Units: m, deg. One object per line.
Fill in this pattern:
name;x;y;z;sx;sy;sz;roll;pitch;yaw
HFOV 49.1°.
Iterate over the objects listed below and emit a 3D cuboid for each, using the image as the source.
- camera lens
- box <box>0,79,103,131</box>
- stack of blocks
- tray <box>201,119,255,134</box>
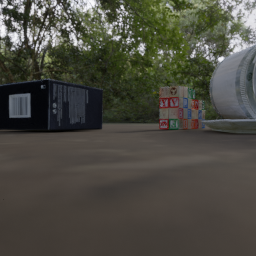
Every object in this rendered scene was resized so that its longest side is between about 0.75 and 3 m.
camera lens;2.729;-0.820;5.450;1.697;1.697;2.122;0;2;-9
box;-1.330;-0.342;4.851;1.302;0.778;1.324;1;1;31
stack of blocks;1.266;-0.421;6.322;0.451;0.887;1.541;1;1;35
tray;1.754;-0.033;4.273;0.935;0.193;1.742;1;1;3
